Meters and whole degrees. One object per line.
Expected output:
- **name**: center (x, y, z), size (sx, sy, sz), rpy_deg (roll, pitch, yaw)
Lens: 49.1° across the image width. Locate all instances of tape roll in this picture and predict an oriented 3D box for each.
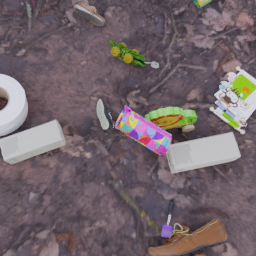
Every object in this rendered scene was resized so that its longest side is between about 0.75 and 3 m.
- **tape roll**: center (-5.473, -0.961, 11.461), size (2.566, 0.897, 2.566), rpy_deg (5, 64, -10)

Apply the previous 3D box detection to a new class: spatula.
- **spatula**: center (1.573, 3.404, 10.632), size (0.405, 0.147, 1.433), rpy_deg (13, 71, 3)

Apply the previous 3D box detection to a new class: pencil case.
- **pencil case**: center (0.549, 0.100, 9.778), size (2.124, 0.939, 0.939), rpy_deg (32, 72, -13)

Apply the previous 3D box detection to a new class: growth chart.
- **growth chart**: center (4.802, -1.308, 12.228), size (2.015, 0.247, 2.785), rpy_deg (35, 74, 12)

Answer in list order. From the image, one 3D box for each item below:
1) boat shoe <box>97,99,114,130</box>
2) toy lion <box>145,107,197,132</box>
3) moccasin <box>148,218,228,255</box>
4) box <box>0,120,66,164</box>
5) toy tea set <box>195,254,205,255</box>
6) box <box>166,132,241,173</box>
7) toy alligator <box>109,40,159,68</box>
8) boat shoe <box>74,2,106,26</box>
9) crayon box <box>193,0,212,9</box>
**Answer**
- **boat shoe**: center (-0.968, -0.565, 11.906), size (0.493, 0.523, 1.457), rpy_deg (2, 58, -39)
- **toy lion**: center (1.671, -0.334, 10.929), size (2.117, 2.029, 0.727), rpy_deg (-9, 71, -4)
- **moccasin**: center (2.087, 3.927, 9.985), size (2.877, 1.052, 1.110), rpy_deg (-18, 64, -3)
- **box**: center (-3.790, 0.568, 11.259), size (2.372, 0.811, 0.975), rpy_deg (-19, 72, -7)
- **toy tea set**: center (1.800, 5.031, 9.784), size (2.429, 0.899, 1.444), rpy_deg (6, 110, 0)
- **box**: center (2.913, 0.990, 11.064), size (2.643, 0.904, 1.086), rpy_deg (-10, 71, -4)
- **toy alligator**: center (0.180, -3.135, 12.644), size (2.566, 0.617, 0.850), rpy_deg (32, 42, 11)
- **boat shoe**: center (-1.766, -5.558, 13.481), size (1.780, 0.674, 0.639), rpy_deg (35, 73, 9)
- **crayon box**: center (3.727, -6.370, 13.968), size (0.825, 0.240, 0.490), rpy_deg (-34, 74, -11)
